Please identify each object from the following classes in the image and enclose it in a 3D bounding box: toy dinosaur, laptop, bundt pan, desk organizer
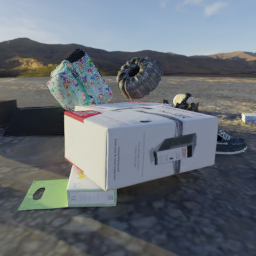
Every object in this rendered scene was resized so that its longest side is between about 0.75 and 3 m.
[{"bbox_3d":[2.025,-0.589,11.518,2.794,1.429,1.075,-16,47,-16],"label":"toy dinosaur"},{"bbox_3d":[-3.302,-0.111,11.253,2.280,1.411,2.435,-2,-15,2],"label":"laptop"},{"bbox_3d":[0.346,-2.046,10.853,1.910,1.910,0.717,12,-24,42],"label":"bundt pan"},{"bbox_3d":[-5.696,-0.439,10.914,1.105,1.029,2.870,2,13,18],"label":"desk organizer"}]

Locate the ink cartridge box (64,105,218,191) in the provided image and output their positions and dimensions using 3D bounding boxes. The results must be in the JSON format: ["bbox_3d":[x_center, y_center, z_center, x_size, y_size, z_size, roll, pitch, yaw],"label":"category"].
[{"bbox_3d":[0.267,0.226,6.200,2.795,1.158,2.052,-7,15,-33],"label":"ink cartridge box"}]

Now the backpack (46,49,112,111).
[{"bbox_3d":[-1.780,-1.509,10.517,2.011,2.265,1.705,-14,32,55],"label":"backpack"}]

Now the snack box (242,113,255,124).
[{"bbox_3d":[5.715,-0.413,12.188,1.312,0.348,0.933,4,14,15],"label":"snack box"}]

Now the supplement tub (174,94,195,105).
[{"bbox_3d":[3.002,-1.379,15.110,0.863,0.863,1.196,-3,14,-10],"label":"supplement tub"}]

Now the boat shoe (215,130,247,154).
[{"bbox_3d":[2.645,0.410,8.227,1.908,0.590,0.714,-2,14,-10],"label":"boat shoe"}]

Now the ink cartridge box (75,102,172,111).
[{"bbox_3d":[-0.158,-0.221,9.495,2.725,1.137,1.978,-8,13,-37],"label":"ink cartridge box"}]

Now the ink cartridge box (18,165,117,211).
[{"bbox_3d":[-1.141,1.137,5.647,1.783,0.428,1.298,1,14,-5],"label":"ink cartridge box"}]
